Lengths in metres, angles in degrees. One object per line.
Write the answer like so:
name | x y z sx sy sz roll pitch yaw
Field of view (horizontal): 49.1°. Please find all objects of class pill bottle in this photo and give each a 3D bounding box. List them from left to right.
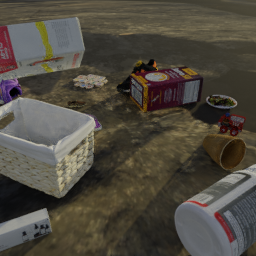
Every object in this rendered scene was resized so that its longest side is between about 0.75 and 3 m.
pill bottle | 2.437 1.851 6.321 2.546 1.450 1.450 -21 38 -29

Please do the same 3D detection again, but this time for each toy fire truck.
toy fire truck | 3.762 -0.184 10.208 0.901 0.757 0.505 19 37 28

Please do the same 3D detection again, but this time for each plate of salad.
plate of salad | 4.102 -1.217 12.271 1.307 0.314 1.307 0 33 0

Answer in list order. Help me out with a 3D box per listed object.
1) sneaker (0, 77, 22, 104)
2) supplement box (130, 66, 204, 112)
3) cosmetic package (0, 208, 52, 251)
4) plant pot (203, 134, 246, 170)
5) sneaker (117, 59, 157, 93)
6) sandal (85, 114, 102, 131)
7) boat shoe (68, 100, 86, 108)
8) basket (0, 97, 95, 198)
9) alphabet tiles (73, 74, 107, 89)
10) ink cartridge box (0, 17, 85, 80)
sneaker | -5.446 -1.911 12.963 1.222 1.181 2.928 11 40 -11
supplement box | 1.653 -1.748 12.256 2.808 1.203 1.549 -12 34 -18
cosmetic package | -2.466 2.346 6.388 1.340 0.553 0.339 -15 34 -22
plant pot | 2.927 0.620 8.841 1.037 1.037 1.112 -14 24 -21
sneaker | 0.408 -2.526 13.335 0.950 1.222 2.715 12 30 44
sandal | -1.472 -0.329 10.818 0.586 0.354 1.440 -25 40 -34
boat shoe | -2.194 -1.072 12.054 0.794 0.294 0.293 -9 33 -15
basket | -2.578 0.507 8.130 2.893 1.785 1.961 15 35 22
alphabet tiles | -1.939 -2.426 14.371 1.649 0.120 1.613 14 35 21
ink cartridge box | -2.456 -2.126 7.676 2.306 0.962 1.674 -14 0 -16
